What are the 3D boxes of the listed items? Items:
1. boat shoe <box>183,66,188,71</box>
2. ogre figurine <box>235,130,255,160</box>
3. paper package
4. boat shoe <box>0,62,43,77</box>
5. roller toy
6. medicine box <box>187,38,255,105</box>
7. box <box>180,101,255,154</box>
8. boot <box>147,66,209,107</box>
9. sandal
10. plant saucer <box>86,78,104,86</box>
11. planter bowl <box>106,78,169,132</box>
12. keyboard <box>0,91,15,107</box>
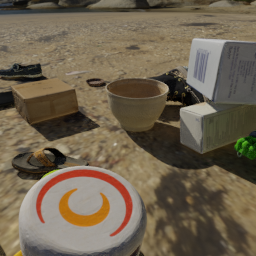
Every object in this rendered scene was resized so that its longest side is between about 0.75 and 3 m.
[{"bbox_3d":[2.978,-2.750,13.230,1.588,0.509,0.585,2,27,4],"label":"boat shoe"},{"bbox_3d":[3.969,0.542,5.894,2.882,1.414,1.728,6,37,36],"label":"ogre figurine"},{"bbox_3d":[-2.788,-0.965,9.358,1.694,0.877,1.615,-19,32,-31],"label":"paper package"},{"bbox_3d":[-5.038,-2.704,13.009,2.032,0.628,0.761,0,27,0],"label":"boat shoe"},{"bbox_3d":[-0.650,1.534,4.009,1.693,1.297,1.856,11,32,1],"label":"roller toy"},{"bbox_3d":[3.104,-1.475,7.052,2.616,1.347,2.383,3,19,-4],"label":"medicine box"},{"bbox_3d":[2.553,-0.188,7.572,2.260,1.073,0.879,-13,22,-26],"label":"box"},{"bbox_3d":[1.413,-1.093,9.512,1.994,0.969,2.648,-15,46,-8],"label":"boot"},{"bbox_3d":[-1.779,0.734,6.450,1.827,0.499,0.746,7,28,13],"label":"sandal"},{"bbox_3d":[-1.436,-1.997,12.192,0.789,0.127,0.789,-1,27,0],"label":"plant saucer"},{"bbox_3d":[0.270,-0.651,8.368,1.814,1.221,1.814,0,28,0],"label":"planter bowl"},{"bbox_3d":[-4.949,-0.991,10.107,2.124,0.272,1.275,-15,37,-29],"label":"keyboard"}]
